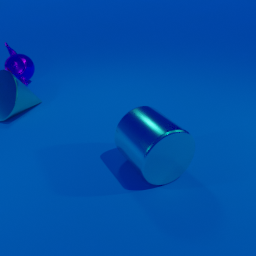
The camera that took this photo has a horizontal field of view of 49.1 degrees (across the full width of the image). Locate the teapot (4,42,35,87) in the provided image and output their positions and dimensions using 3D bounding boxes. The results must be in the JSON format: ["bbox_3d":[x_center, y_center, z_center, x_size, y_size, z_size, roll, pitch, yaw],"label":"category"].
[{"bbox_3d":[-4.302,-2.427,10.909,1.146,1.844,0.903,-25,-3,-1],"label":"teapot"}]

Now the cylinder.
[{"bbox_3d":[0.552,0.347,6.106,1.302,1.302,1.302,-15,33,-24],"label":"cylinder"}]

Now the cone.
[{"bbox_3d":[-3.372,-0.941,8.998,1.550,1.550,1.556,21,9,32],"label":"cone"}]
